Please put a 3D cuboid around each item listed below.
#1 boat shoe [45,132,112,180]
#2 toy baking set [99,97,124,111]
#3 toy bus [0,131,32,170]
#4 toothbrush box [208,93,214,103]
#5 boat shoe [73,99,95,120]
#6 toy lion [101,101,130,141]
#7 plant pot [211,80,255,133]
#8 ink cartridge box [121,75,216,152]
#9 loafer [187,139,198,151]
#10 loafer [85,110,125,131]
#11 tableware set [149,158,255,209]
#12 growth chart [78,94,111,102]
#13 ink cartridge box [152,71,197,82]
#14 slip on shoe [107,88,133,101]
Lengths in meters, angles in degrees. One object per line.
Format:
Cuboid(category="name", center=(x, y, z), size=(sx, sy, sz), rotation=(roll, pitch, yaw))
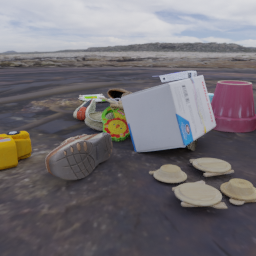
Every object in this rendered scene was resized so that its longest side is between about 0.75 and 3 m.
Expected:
Cuboid(category="boat shoe", center=(-1.349, 0.697, 7.435), size=(0.952, 1.004, 2.652), rotation=(3, 6, 23))
Cuboid(category="toy baking set", center=(-0.124, -0.895, 10.611), size=(2.046, 0.238, 1.570), rotation=(5, 15, -4))
Cuboid(category="toy bus", center=(-3.827, 0.707, 7.473), size=(2.463, 0.802, 0.964), rotation=(-11, 19, -33))
Cuboid(category="toothbrush box", center=(5.128, -1.817, 17.056), size=(0.792, 0.462, 1.082), rotation=(-12, 20, -36))
Cuboid(category="boat shoe", center=(-1.997, -0.884, 13.346), size=(0.675, 0.768, 2.158), rotation=(-1, 20, 6))
Cuboid(category="toy lion", center=(-0.434, -0.178, 10.137), size=(1.368, 0.470, 1.311), rotation=(36, 60, 21))
Cuboid(category="plant pot", center=(4.281, -0.959, 11.502), size=(2.057, 1.841, 2.057), rotation=(0, 16, 0))
Cuboid(category="ink cartridge box", center=(1.396, -0.493, 9.082), size=(1.817, 1.850, 2.513), rotation=(-12, 5, 39))
Cuboid(category="loafer", center=(2.037, 0.499, 9.087), size=(0.345, 0.382, 1.010), rotation=(5, 7, 21))
Cuboid(category="loafer", center=(-0.328, -0.488, 11.168), size=(2.779, 0.949, 1.052), rotation=(0, 27, -3))
Cuboid(category="tableware set", center=(1.803, 1.235, 6.595), size=(2.114, 0.294, 2.531), rotation=(-3, 15, -14))
Cuboid(category="growth chart", center=(-2.144, -1.873, 17.761), size=(1.808, 0.222, 2.499), rotation=(-7, 16, -19))
Cuboid(category="ink cartridge box", center=(1.675, -1.827, 10.014), size=(1.297, 0.281, 1.284), rotation=(-2, 10, 27))
Cuboid(category="slip on shoe", center=(0.020, -1.194, 12.745), size=(0.844, 1.059, 2.786), rotation=(20, 14, -40))
